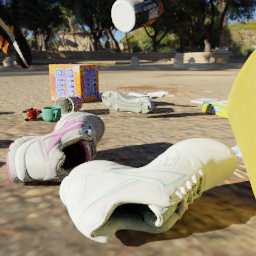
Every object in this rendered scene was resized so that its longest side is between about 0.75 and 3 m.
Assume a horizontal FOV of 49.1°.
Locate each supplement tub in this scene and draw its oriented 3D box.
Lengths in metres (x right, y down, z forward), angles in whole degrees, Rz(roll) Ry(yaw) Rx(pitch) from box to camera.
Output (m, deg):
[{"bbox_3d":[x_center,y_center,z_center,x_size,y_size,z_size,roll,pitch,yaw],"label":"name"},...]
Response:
[{"bbox_3d":[0.366,-3.977,9.557,1.064,1.064,1.737,12,36,39],"label":"supplement tub"}]

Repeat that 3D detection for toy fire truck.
[{"bbox_3d":[-3.232,-0.479,9.987,0.791,0.509,0.696,-9,13,8],"label":"toy fire truck"}]

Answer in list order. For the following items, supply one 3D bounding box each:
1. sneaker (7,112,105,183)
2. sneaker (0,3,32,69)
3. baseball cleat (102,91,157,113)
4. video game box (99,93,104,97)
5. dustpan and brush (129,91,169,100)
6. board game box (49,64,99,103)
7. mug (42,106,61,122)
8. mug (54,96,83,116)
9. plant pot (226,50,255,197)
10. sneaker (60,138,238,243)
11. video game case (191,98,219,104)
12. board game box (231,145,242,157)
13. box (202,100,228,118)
[{"bbox_3d":[-1.038,0.403,5.498,1.107,1.021,2.509,8,25,24],"label":"sneaker"},{"bbox_3d":[-3.594,-2.569,7.974,0.944,2.099,0.734,-16,39,11],"label":"sneaker"},{"bbox_3d":[0.081,-1.033,11.690,2.300,0.802,1.224,18,15,24],"label":"baseball cleat"},{"bbox_3d":[-1.760,-1.846,15.742,0.834,0.195,0.760,-5,13,-20],"label":"video game box"},{"bbox_3d":[0.764,-1.377,12.767,2.581,0.739,1.801,12,19,40],"label":"dustpan and brush"},{"bbox_3d":[-2.701,-2.333,14.350,1.806,1.804,1.804,6,15,22],"label":"board game box"},{"bbox_3d":[-2.637,-0.457,9.671,0.641,0.482,0.780,-1,16,-3],"label":"mug"},{"bbox_3d":[-2.393,-0.920,10.996,1.034,0.777,1.165,5,12,11],"label":"mug"},{"bbox_3d":[2.975,-0.058,3.349,2.824,2.842,2.908,-12,-9,-26],"label":"plant pot"},{"bbox_3d":[0.517,0.879,3.855,2.706,0.952,1.084,-12,26,-20],"label":"sneaker"},{"bbox_3d":[3.858,-1.346,13.939,0.901,0.110,1.259,13,19,41],"label":"video game case"},{"bbox_3d":[2.929,0.557,6.301,0.745,0.180,0.985,-14,19,-41],"label":"board game box"},{"bbox_3d":[3.896,-0.726,10.826,1.125,0.464,1.918,-6,17,-21],"label":"box"}]
